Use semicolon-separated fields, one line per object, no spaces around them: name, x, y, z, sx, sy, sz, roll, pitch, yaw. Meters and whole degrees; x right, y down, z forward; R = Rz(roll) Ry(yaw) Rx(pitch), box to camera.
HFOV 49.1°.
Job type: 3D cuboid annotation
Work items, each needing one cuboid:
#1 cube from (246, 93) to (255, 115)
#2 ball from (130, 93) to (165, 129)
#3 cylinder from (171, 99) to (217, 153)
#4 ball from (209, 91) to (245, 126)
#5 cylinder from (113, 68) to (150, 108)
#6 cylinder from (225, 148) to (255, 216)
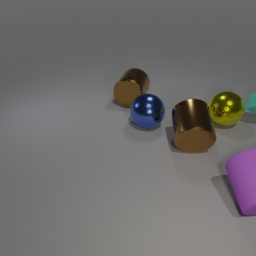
cube;5.293;-0.968;11.158;0.700;0.700;0.700;27;-14;-16
ball;0.777;-0.674;11.153;1.400;1.400;1.400;0;34;0
cylinder;2.293;-0.071;9.895;1.400;1.400;1.400;1;51;1
ball;3.940;-0.781;11.254;1.400;1.400;1.400;0;34;0
cylinder;0.191;-1.846;12.859;1.400;1.400;1.400;9;35;13
cylinder;3.523;1.442;7.519;1.400;1.400;1.400;-5;56;-7
